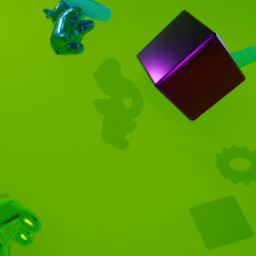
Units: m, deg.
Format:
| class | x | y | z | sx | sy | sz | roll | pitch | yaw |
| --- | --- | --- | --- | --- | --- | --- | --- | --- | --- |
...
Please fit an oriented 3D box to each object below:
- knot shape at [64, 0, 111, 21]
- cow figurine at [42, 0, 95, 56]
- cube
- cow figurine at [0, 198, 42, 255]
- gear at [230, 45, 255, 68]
| class | x | y | z | sx | sy | sz | roll | pitch | yaw |
| --- | --- | --- | --- | --- | --- | --- | --- | --- | --- |
| knot shape | -1.211 | -3.192 | 6.257 | 0.925 | 1.873 | 2.002 | -28 | 26 | -8 |
| cow figurine | -1.321 | -2.047 | 5.778 | 1.296 | 0.723 | 1.318 | 3 | 68 | 39 |
| cube | 0.787 | -0.799 | 3.648 | 0.869 | 0.869 | 0.869 | -41 | 39 | 16 |
| cow figurine | -1.655 | 1.021 | 2.975 | 1.118 | 0.624 | 1.136 | 38 | 27 | 11 |
| gear | 1.852 | -1.170 | 5.043 | 1.132 | 1.132 | 0.209 | -19 | 90 | -9 |
